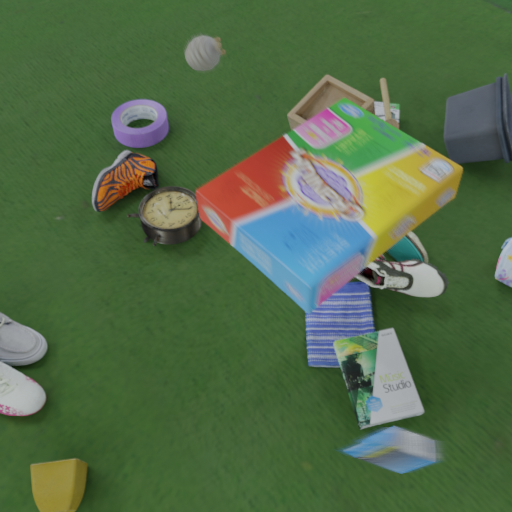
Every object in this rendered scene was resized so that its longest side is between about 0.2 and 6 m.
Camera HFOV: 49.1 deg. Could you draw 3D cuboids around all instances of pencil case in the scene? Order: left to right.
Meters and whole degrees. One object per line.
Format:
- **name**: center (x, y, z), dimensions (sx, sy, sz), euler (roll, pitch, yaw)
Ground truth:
- **pencil case**: center (5.618, 0.389, 10.371), dimensions (2.202, 0.915, 0.999), euler (22, 68, 18)

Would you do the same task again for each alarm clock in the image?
- **alarm clock**: center (-1.595, -0.904, 11.585), dimensions (1.864, 0.621, 1.257), euler (-33, 58, -21)

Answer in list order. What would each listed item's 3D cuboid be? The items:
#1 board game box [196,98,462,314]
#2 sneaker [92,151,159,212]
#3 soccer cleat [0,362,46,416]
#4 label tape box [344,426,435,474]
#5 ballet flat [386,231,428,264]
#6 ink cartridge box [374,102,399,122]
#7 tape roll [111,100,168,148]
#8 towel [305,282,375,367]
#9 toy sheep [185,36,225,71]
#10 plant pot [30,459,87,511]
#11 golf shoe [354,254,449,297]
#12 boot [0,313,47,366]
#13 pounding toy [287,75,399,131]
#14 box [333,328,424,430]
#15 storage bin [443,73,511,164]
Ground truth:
- **board game box**: center (1.047, -0.889, 8.085), dimensions (3.053, 0.616, 2.336), euler (-36, 58, -22)
- **sneaker**: center (-2.729, -1.587, 12.063), dimensions (1.019, 0.706, 1.820), euler (15, 54, 13)
- **soccer cleat**: center (-4.395, 2.010, 9.167), dimensions (1.961, 0.847, 0.685), euler (20, 55, 14)
- **label tape box**: center (1.526, 2.200, 6.446), dimensions (0.848, 0.607, 0.280), euler (25, 49, -15)
- **ballet flat**: center (2.709, -0.498, 11.251), dimensions (0.651, 0.704, 2.087), euler (-30, 58, -34)
- **ink cartridge box**: center (3.064, -3.236, 13.522), dimensions (0.726, 0.418, 0.994), euler (8, 53, 6)
- **tape roll**: center (-2.791, -3.195, 13.488), dimensions (1.310, 0.430, 1.310), euler (-1, 52, 1)
- **towel**: center (1.534, 1.209, 10.201), dimensions (1.261, 0.208, 1.741), euler (0, 52, 1)
- **toy sheep**: center (-1.002, -3.962, 10.926), dimensions (1.008, 0.695, 0.695), euler (-13, 34, 50)
- **plant pot**: center (-2.886, 3.412, 8.220), dimensions (0.669, 0.673, 0.689), euler (-6, 63, -5)
- **golf shoe**: center (2.545, 0.426, 10.371), dimensions (1.892, 0.730, 0.833), euler (16, 29, 22)
- **boot**: center (-4.704, 1.217, 9.684), dimensions (2.088, 0.998, 0.768), euler (13, 53, 10)
- **pounding toy**: center (2.271, -3.078, 12.785), dimensions (2.277, 1.042, 2.001), euler (38, 80, 26)
- **box**: center (2.024, 2.025, 9.376), dimensions (1.084, 0.273, 1.502), euler (-11, 62, -8)
- **storage bin**: center (5.129, -2.950, 12.838), dimensions (1.371, 1.486, 2.042), euler (-7, 47, 31)
